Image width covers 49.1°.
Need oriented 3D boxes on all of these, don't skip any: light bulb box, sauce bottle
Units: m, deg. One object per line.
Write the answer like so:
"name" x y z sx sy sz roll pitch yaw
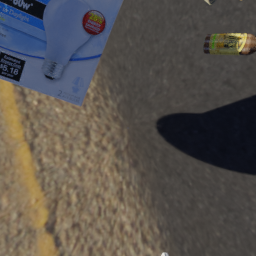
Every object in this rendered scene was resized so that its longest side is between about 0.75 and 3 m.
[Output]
"light bulb box" -1.713 -2.136 5.903 2.446 1.540 2.468 18 107 -21
"sauce bottle" 2.480 -1.878 6.279 1.503 0.486 0.486 8 74 29

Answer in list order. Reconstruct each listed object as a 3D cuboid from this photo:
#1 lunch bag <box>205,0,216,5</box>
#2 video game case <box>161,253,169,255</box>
"lunch bag" 1.497 -3.391 5.859 0.738 1.030 1.256 -44 71 13
"video game case" 0.623 3.185 5.317 0.112 0.919 1.285 11 116 -19
